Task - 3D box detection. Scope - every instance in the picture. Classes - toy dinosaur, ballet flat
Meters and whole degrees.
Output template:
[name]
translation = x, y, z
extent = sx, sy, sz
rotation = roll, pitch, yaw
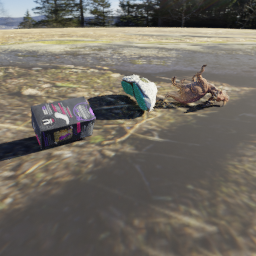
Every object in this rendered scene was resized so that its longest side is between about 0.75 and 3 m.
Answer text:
[toy dinosaur]
translation = 2.604, -1.353, 10.928
extent = 2.402, 1.628, 1.031
rotation = -19, -12, 14
[ballet flat]
translation = 0.554, -1.552, 10.957
extent = 1.070, 1.070, 2.981
rotation = -8, 26, -17

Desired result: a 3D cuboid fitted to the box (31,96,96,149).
[box]
translation = -1.819, -0.177, 7.855
extent = 1.549, 0.822, 0.947
rotation = -14, 56, -27
